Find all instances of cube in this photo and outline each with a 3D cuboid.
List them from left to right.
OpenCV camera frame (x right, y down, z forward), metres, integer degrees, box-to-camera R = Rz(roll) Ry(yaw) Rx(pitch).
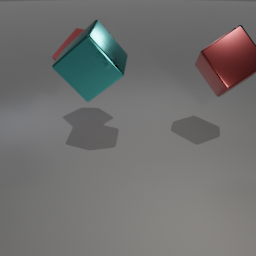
[{"bbox_3d":[-1.477,-2.418,9.775,1.400,1.400,1.400,-52,42,-7],"label":"cube"},{"bbox_3d":[-1.007,-1.893,7.921,1.400,1.400,1.400,-32,28,26],"label":"cube"},{"bbox_3d":[3.126,-1.997,8.711,1.400,1.400,1.400,-33,-6,3],"label":"cube"}]
